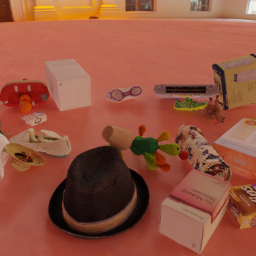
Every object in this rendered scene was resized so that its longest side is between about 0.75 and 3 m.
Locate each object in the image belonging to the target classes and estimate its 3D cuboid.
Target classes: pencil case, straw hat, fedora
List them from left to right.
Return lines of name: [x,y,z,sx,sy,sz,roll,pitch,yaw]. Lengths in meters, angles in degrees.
straw hat: [-3.384,1.063,8.960,1.333,0.564,1.333,31,10,-6]
fedora: [-0.752,1.416,7.458,2.989,1.365,2.989,0,28,0]
pencil case: [2.271,0.830,8.832,0.984,1.131,2.529,-28,28,5]

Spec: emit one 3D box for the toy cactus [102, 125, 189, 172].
toy cactus: [0.232,0.417,8.737,2.873,1.469,2.371,14,-10,44]

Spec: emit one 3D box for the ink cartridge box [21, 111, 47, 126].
ink cartridge box: [-4.050,-0.379,12.057,0.534,0.312,0.921,22,35,36]

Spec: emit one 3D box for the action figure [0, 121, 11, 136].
action figure: [-5.638,0.546,9.919,1.618,0.749,2.739,10,32,11]

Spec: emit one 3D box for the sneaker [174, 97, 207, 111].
sneaker: [2.826,-1.101,12.754,1.525,0.637,0.565,1,1,30]

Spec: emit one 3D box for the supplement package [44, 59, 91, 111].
supplement package: [-3.039,-2.224,14.000,1.610,1.590,2.655,-12,35,-23]

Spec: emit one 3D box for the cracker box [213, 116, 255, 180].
cracker box: [4.401,0.609,9.587,1.933,0.833,2.887,22,34,36]

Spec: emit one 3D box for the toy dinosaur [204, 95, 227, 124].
toy dinosaur: [3.749,-0.765,12.418,0.733,1.158,1.709,29,-2,-7]

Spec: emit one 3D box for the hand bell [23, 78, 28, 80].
hand bell: [-4.624,-2.194,15.192,1.052,1.052,2.021,22,23,35]

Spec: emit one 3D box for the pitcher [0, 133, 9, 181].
pitcher: [-4.209,1.021,8.321,1.800,1.272,2.098,-3,34,12]

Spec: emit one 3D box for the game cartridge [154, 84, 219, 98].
game cartridge: [2.815,-1.785,13.723,2.938,0.595,1.959,2,5,12]

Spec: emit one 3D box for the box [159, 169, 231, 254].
box: [1.670,1.947,6.887,1.104,0.941,1.726,19,33,32]

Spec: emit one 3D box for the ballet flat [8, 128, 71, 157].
ballet flat: [-3.179,0.409,10.008,2.532,0.909,0.909,7,28,14]

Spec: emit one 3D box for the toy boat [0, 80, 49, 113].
toy boat: [-4.852,-1.351,13.165,2.187,1.427,1.429,-4,57,-8]

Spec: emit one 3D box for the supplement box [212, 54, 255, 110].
supplement box: [5.246,-2.187,13.281,1.980,1.982,1.331,-14,27,7]

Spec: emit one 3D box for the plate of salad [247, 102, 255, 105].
plate of salad: [6.031,-1.501,14.216,1.335,0.321,1.335,1,28,0]

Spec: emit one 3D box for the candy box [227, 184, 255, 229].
candy box: [3.527,1.972,7.313,1.796,0.507,1.048,-6,30,-8]

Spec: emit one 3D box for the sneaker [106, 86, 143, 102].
sneaker: [-0.193,-1.692,14.425,1.889,0.707,0.941,-7,0,-2]
